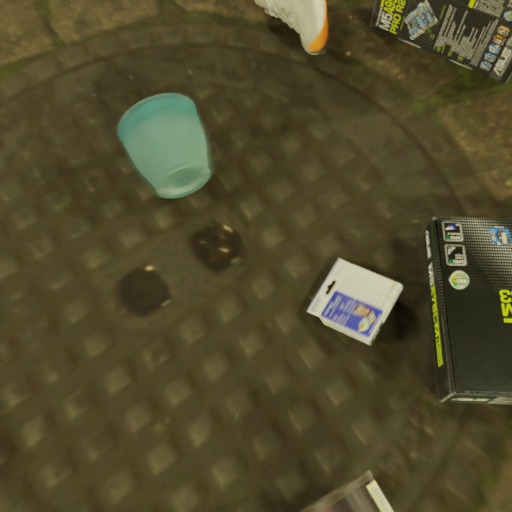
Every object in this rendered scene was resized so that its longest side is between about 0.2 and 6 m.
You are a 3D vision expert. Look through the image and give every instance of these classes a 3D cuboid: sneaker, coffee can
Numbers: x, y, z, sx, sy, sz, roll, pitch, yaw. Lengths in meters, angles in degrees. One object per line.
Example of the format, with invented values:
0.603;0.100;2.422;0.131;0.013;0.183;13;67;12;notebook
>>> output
0.578;-4.392;9.854;1.146;0.943;2.492;-11;58;3;sneaker
1.198;3.266;6.123;1.038;1.038;1.419;-27;68;-12;coffee can

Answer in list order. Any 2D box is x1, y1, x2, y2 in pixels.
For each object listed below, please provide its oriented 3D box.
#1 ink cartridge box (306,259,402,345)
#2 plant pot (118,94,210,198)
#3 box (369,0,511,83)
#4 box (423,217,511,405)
1.362;0.622;7.779;0.984;0.231;0.972;23;67;29;ink cartridge box
-1.259;-1.540;8.291;1.231;1.231;1.156;-22;70;-10;plant pot
3.322;-4.476;8.483;2.646;3.303;0.731;29;68;13;box
3.691;0.722;7.550;2.607;0.619;2.518;3;62;2;box
